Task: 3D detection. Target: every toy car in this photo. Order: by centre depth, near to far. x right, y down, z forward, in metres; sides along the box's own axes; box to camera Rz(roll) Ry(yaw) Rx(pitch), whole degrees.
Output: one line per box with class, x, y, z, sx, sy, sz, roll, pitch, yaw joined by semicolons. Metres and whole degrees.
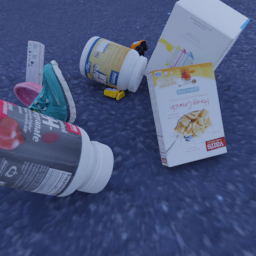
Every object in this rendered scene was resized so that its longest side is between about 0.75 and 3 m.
toy car;-0.147;-2.170;9.766;0.865;1.275;2.599;18;44;18

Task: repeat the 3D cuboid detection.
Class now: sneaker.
sneaker;-1.884;-0.336;6.553;1.097;2.756;1.068;-14;58;-29

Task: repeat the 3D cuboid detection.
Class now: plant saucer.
plant saucer;-2.653;-0.893;8.207;1.335;1.335;0.338;15;61;17

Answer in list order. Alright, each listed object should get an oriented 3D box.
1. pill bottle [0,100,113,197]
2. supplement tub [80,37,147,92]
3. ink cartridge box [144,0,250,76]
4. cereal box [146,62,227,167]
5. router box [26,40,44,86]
pill bottle;-1.720;0.524;5.648;2.754;1.524;1.524;21;28;-34
supplement tub;-0.473;-2.121;9.490;1.963;1.420;1.420;22;44;8
ink cartridge box;2.020;-2.403;8.973;1.851;2.956;1.900;36;48;9
cereal box;1.484;-0.352;6.988;1.687;2.345;0.463;-12;3;-16
router box;-3.022;-2.042;9.150;0.351;1.435;1.288;5;10;-11
